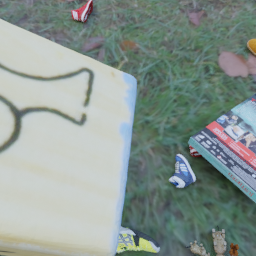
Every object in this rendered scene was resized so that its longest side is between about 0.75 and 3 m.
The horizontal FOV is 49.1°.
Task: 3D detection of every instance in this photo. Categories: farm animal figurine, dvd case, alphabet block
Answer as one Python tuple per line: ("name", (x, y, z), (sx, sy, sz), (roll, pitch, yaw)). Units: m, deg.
("farm animal figurine", (1.624, 2.439, 5.387), (0.916, 0.460, 0.739), (-26, 40, -13))
("dvd case", (3.101, 0.322, 6.649), (2.830, 0.311, 2.066), (-30, 60, -30))
("alphabet block", (-1.520, 0.333, 3.543), (2.379, 2.336, 2.324), (20, 57, -21))

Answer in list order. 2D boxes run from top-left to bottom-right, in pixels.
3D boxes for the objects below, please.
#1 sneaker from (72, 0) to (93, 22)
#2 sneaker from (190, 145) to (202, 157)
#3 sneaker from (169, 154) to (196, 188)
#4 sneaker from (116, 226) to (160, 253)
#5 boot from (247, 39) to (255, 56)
("sneaker", (-1.686, -4.286, 10.108), (0.633, 0.429, 1.095), (12, 54, 7))
("sneaker", (1.983, 0.376, 6.847), (0.979, 0.383, 0.565), (-1, 56, -3))
("sneaker", (1.141, 1.004, 6.436), (0.558, 0.307, 0.763), (-19, 62, -18))
("sneaker", (-0.018, 2.239, 5.518), (1.308, 0.493, 0.500), (11, 62, 20))
("boot", (4.845, -2.585, 8.095), (2.424, 1.735, 0.853), (36, 61, 23))
